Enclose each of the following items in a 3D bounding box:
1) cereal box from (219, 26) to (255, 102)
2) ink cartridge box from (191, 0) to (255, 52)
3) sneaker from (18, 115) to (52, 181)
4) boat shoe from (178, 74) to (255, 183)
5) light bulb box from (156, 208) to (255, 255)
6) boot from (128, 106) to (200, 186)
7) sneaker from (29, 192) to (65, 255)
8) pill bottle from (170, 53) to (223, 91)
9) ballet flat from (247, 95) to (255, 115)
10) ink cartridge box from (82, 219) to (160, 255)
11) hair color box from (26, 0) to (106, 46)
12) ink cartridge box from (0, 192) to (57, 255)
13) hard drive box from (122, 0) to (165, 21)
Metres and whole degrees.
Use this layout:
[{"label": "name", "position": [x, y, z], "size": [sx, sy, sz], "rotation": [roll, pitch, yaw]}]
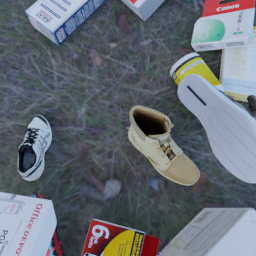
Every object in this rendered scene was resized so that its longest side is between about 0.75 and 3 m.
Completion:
[{"label": "cereal box", "position": [4.071, -2.125, 9.231], "size": [1.925, 0.529, 2.676], "rotation": [11, 72, 4]}, {"label": "ink cartridge box", "position": [3.200, -3.687, 9.319], "size": [1.800, 0.560, 2.237], "rotation": [3, 73, 33]}, {"label": "sneaker", "position": [-2.744, 0.487, 8.194], "size": [0.767, 0.888, 2.027], "rotation": [-1, 70, 1]}, {"label": "boat shoe", "position": [2.041, -0.139, 5.578], "size": [0.961, 0.977, 2.709], "rotation": [7, 44, -36]}, {"label": "light bulb box", "position": [1.808, 3.332, 6.173], "size": [2.824, 2.849, 1.778], "rotation": [-40, 79, -12]}, {"label": "boot", "position": [1.023, 0.519, 7.604], "size": [2.526, 1.963, 0.919], "rotation": [43, 77, 13]}, {"label": "sneaker", "position": [-2.460, 2.865, 7.406], "size": [1.087, 0.902, 2.275], "rotation": [-18, 72, -4]}, {"label": "pill bottle", "position": [2.227, -1.282, 8.671], "size": [1.069, 1.069, 1.901], "rotation": [-29, 74, -9]}, {"label": "ballet flat", "position": [3.009, -0.570, 6.630], "size": [0.230, 0.994, 0.335], "rotation": [-34, 62, 10]}, {"label": "ink cartridge box", "position": [-0.272, 3.655, 7.123], "size": [1.924, 0.919, 2.192], "rotation": [13, 72, 3]}, {"label": "hair color box", "position": [-2.069, -4.317, 9.807], "size": [1.334, 0.807, 2.668], "rotation": [38, 76, 12]}, {"label": "ink cartridge box", "position": [-2.877, 2.259, 5.961], "size": [2.251, 0.932, 1.649], "rotation": [8, 40, 3]}, {"label": "hard drive box", "position": [0.726, -5.455, 9.663], "size": [2.614, 1.004, 2.037], "rotation": [-46, 76, 8]}]
